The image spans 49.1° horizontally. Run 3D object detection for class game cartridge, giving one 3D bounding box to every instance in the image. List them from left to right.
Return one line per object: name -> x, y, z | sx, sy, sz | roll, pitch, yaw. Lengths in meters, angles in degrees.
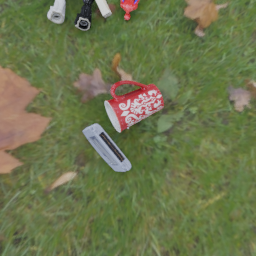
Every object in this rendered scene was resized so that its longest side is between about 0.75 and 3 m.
game cartridge -> -0.616, 0.567, 7.830 | 0.322, 1.034, 1.552 | -42, 100, -18

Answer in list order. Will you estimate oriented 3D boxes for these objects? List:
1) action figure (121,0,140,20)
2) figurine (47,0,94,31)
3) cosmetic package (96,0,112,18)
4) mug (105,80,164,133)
action figure -> 0.174, -4.617, 9.302 | 0.660, 0.521, 2.017 | 14, 96, 6
figurine -> -1.806, -4.016, 9.157 | 1.404, 0.604, 1.369 | 11, 67, -11
cosmetic package -> -0.847, -4.102, 9.302 | 0.276, 0.391, 0.756 | -25, 98, 13
mug -> 0.199, -0.686, 7.784 | 1.457, 1.293, 0.972 | -25, 61, -13
